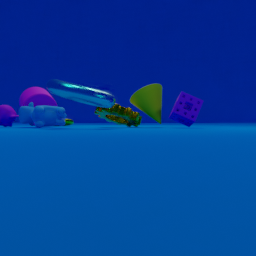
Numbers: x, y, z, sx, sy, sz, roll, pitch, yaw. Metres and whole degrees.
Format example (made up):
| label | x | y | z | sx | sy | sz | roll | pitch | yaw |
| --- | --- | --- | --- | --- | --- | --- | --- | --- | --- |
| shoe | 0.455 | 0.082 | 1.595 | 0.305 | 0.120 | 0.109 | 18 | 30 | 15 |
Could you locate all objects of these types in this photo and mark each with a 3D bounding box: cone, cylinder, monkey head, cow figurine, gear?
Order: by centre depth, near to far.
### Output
| label | x | y | z | sx | sy | sz | roll | pitch | yaw |
| --- | --- | --- | --- | --- | --- | --- | --- | --- | --- |
| cow figurine | -2.654 | -0.393 | 8.749 | 1.431 | 0.786 | 1.408 | -1 | 7 | -19 |
| monkey head | -4.077 | -0.399 | 9.058 | 1.155 | 0.696 | 0.831 | 25 | 11 | 10 |
| cone | 0.851 | -0.643 | 9.420 | 1.210 | 1.215 | 1.210 | -22 | -19 | -8 |
| gear | -0.346 | -0.452 | 9.883 | 1.646 | 0.304 | 1.646 | 15 | -12 | 3 |
| cylinder | -3.206 | -0.780 | 9.980 | 1.174 | 1.174 | 1.174 | -1 | 19 | -26 |

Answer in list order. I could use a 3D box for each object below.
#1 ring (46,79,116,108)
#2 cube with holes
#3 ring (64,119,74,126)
| label | x | y | z | sx | sy | sz | roll | pitch | yaw |
| --- | --- | --- | --- | --- | --- | --- | --- | --- | --- |
| ring | -1.230 | -0.918 | 7.458 | 1.852 | 0.370 | 1.852 | 15 | 7 | -2 |
| cube with holes | 1.803 | -0.571 | 8.773 | 0.725 | 0.725 | 0.725 | 24 | -13 | 4 |
| ring | -3.063 | -0.246 | 12.698 | 1.207 | 0.241 | 1.207 | -3 | -4 | 0 |
